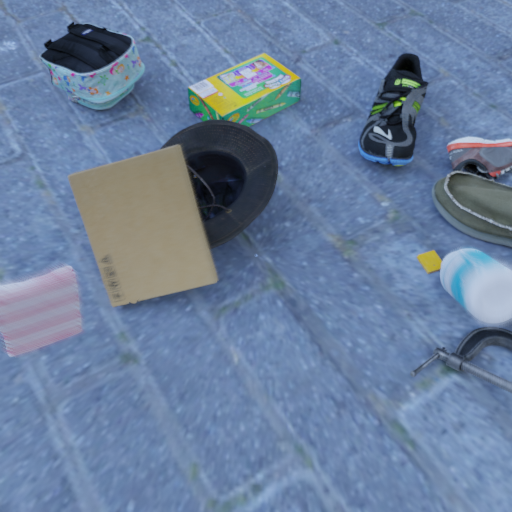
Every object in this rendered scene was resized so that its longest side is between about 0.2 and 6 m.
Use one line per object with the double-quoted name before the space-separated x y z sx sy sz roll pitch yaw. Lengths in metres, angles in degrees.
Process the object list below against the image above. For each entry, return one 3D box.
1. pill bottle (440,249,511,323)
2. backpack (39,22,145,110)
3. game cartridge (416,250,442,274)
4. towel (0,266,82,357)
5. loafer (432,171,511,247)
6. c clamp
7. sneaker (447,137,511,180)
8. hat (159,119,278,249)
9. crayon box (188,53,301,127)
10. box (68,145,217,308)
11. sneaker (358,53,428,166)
"pill bottle" 3.526 0.399 8.985 0.876 0.876 1.581 -3 17 -2
"backpack" -3.515 -4.193 12.456 1.987 1.496 1.764 22 59 32
"game cartridge" 3.132 0.110 10.042 0.371 0.068 0.421 -15 51 -12
"towel" -2.933 0.763 7.580 1.055 1.442 0.216 -17 54 -26
"loafer" 4.841 -0.798 10.043 3.342 1.164 1.257 27 57 20
"c clamp" 3.704 1.742 8.329 2.161 0.293 1.846 20 38 37
"sneaker" 4.852 -1.875 11.334 2.044 0.788 0.837 2 81 -2
"hat" -0.862 -1.041 10.257 2.905 1.172 2.905 -7 58 11
"crayon box" -0.244 -3.637 12.601 2.231 0.650 1.325 -32 58 -22
"box" -1.789 -0.432 8.983 1.867 2.284 0.243 -13 13 9
"sneaker" 2.897 -3.105 11.737 1.158 1.353 3.266 12 53 11
